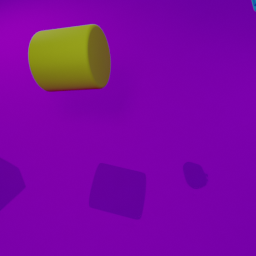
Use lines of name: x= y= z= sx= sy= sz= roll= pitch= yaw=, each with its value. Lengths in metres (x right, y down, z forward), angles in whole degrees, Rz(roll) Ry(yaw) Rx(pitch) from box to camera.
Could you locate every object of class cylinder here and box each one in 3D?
cylinder: x=-0.995 y=-1.217 z=5.000 sx=1.088 sy=1.088 sz=1.088 roll=-1 pitch=50 yaw=17

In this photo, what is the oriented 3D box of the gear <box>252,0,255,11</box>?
gear: x=2.427 y=-2.076 z=4.097 sx=1.135 sy=1.135 sz=0.210 roll=-13 pitch=88 yaw=-10
